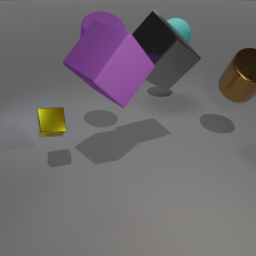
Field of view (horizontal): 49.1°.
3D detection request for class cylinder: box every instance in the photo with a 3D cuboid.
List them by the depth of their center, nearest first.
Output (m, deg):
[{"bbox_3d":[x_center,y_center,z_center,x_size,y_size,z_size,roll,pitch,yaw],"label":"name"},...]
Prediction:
[{"bbox_3d":[-0.860,-2.751,9.106,1.400,1.400,1.400,5,63,-11],"label":"cylinder"},{"bbox_3d":[4.068,-1.796,9.752,1.400,1.400,1.400,1,67,-3],"label":"cylinder"}]

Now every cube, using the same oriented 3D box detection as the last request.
[{"bbox_3d":[-0.468,-1.618,7.122,1.400,1.400,1.400,35,-1,37],"label":"cube"},{"bbox_3d":[-2.198,-0.152,8.015,0.700,0.700,0.700,-4,-12,-21],"label":"cube"},{"bbox_3d":[0.945,-2.185,8.133,1.400,1.400,1.400,15,39,-50],"label":"cube"}]

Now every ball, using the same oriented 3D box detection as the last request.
[{"bbox_3d":[2.065,-4.091,12.353,1.400,1.400,1.400,0,28,0],"label":"ball"}]
